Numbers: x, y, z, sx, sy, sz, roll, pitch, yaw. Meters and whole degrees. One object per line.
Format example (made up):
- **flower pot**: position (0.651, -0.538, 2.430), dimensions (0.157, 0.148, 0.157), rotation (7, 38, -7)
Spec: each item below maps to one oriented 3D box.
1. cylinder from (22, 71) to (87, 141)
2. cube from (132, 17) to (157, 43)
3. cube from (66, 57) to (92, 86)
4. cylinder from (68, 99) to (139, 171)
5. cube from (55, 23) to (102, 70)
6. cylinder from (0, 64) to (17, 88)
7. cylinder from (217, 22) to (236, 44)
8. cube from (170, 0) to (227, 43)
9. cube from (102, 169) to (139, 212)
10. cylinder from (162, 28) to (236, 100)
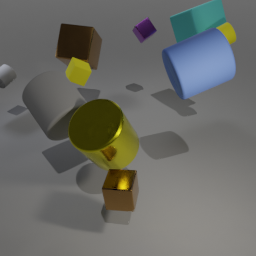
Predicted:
- **cylinder**: position (-1.947, -0.609, 7.731), dimensions (1.400, 1.400, 1.400), rotation (-25, 66, -35)
- **cube**: position (0.715, -4.256, 12.238), dimensions (0.700, 0.700, 0.700), rotation (-37, 8, -6)
- **cube**: position (-1.902, -2.150, 10.726), dimensions (0.700, 0.700, 0.700), rotation (16, 32, -31)
- **cylinder**: position (-0.564, 0.207, 7.040), dimensions (1.400, 1.400, 1.400), rotation (-9, 61, 16)
- **cube**: position (-2.010, -3.349, 11.681), dimensions (1.400, 1.400, 1.400), rotation (10, -1, 9)
- **cylinder**: position (-4.980, -2.066, 11.223), dimensions (0.700, 0.700, 0.700), rotation (17, 53, 25)
- **cylinder**: position (3.137, -3.054, 9.402), dimensions (0.700, 0.700, 0.700), rotation (-26, 32, 7)
- **cube**: position (2.672, -3.815, 10.523), dimensions (1.400, 1.400, 1.400), rotation (-27, 19, -19)
- **cube**: position (-0.158, 1.468, 6.645), dimensions (0.700, 0.700, 0.700), rotation (1, 32, 12)
- **cylinder**: position (1.776, -1.633, 7.202), dimensions (1.400, 1.400, 1.400), rotation (-23, 33, 3)
